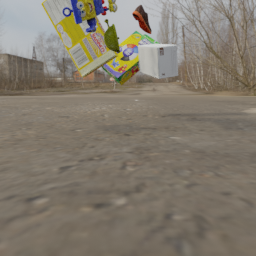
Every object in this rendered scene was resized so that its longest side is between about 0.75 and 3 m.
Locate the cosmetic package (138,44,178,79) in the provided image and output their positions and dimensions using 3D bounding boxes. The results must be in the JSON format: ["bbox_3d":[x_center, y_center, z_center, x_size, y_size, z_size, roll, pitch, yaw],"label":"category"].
[{"bbox_3d":[0.911,-2.158,8.875,0.686,0.942,1.853,-12,21,-14],"label":"cosmetic package"}]

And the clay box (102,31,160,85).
[{"bbox_3d":[0.171,-3.171,12.129,1.472,2.562,0.610,45,-6,31],"label":"clay box"}]

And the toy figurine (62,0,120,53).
[{"bbox_3d":[-1.040,-2.955,7.285,1.306,2.179,1.150,-18,30,-14],"label":"toy figurine"}]

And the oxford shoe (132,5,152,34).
[{"bbox_3d":[0.645,-4.006,10.438,0.471,0.480,1.322,31,-3,30],"label":"oxford shoe"}]

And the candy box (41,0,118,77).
[{"bbox_3d":[-1.671,-3.388,9.628,1.495,2.925,0.386,-27,4,19],"label":"candy box"}]
